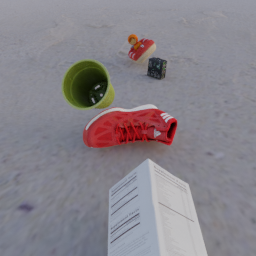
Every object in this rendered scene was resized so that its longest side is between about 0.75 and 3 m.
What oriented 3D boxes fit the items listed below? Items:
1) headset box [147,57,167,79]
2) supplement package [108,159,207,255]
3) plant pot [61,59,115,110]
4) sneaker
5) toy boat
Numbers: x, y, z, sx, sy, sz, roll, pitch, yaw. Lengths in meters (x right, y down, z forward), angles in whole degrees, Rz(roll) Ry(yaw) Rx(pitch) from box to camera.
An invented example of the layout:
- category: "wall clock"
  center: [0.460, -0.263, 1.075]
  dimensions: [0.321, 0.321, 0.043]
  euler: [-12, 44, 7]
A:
- category: "headset box"
  center: [1.263, -2.631, 12.184]
  dimensions: [0.728, 0.836, 0.388]
  euler: [22, 33, 30]
- category: "supplement package"
  center: [0.440, 1.754, 4.627]
  dimensions: [1.167, 1.123, 2.051]
  euler: [35, 29, -25]
- category: "plant pot"
  center: [-0.853, -0.963, 7.144]
  dimensions: [1.245, 1.245, 1.183]
  euler: [11, -3, 17]
- category: "sneaker"
  center: [0.228, 0.013, 7.724]
  dimensions: [2.722, 1.066, 1.572]
  euler: [-22, 27, -29]
- category: "toy boat"
  center: [0.475, -3.907, 13.284]
  dimensions: [1.238, 1.240, 1.897]
  euler: [-45, 27, 4]
